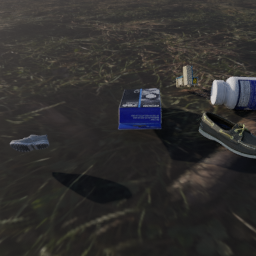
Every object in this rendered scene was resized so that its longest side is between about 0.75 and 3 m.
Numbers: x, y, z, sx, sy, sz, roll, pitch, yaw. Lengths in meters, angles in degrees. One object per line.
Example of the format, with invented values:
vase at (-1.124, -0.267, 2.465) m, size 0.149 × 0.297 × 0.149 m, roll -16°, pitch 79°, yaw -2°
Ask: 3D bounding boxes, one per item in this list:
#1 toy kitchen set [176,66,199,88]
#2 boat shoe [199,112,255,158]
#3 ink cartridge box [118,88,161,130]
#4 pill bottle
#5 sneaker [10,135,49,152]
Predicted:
toy kitchen set at (2.040, -1.643, 8.979) m, size 0.781 × 0.574 × 0.975 m, roll -5°, pitch 4°, yaw -12°
boat shoe at (2.409, 0.136, 6.440) m, size 0.616 × 0.515 × 1.723 m, roll -25°, pitch 39°, yaw -35°
ink cartridge box at (0.341, -0.567, 7.402) m, size 1.062 × 0.419 × 2.135 m, roll -1°, pitch 25°, yaw 4°
pill bottle at (3.212, -0.984, 7.958) m, size 1.537 × 0.920 × 0.920 m, roll 3°, pitch 31°, yaw 4°
sneaker at (-2.095, 0.305, 5.993) m, size 0.793 × 0.296 × 0.325 m, roll -2°, pitch 50°, yaw -11°
